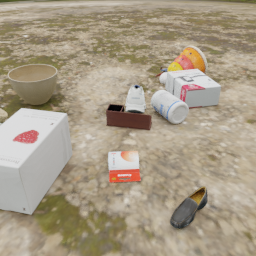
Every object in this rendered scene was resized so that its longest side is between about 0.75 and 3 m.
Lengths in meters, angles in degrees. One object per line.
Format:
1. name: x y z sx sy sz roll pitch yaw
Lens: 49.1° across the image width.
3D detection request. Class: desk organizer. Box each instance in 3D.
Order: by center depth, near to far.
1. desk organizer: 0.052 -0.477 11.771 1.894 0.729 0.679 6 34 10

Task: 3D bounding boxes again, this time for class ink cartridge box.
1. ink cartridge box: -0.142 1.261 9.382 1.050 0.325 1.295 -2 29 -3
2. ink cartridge box: 3.160 -2.029 14.008 1.799 1.033 2.477 -8 33 -13

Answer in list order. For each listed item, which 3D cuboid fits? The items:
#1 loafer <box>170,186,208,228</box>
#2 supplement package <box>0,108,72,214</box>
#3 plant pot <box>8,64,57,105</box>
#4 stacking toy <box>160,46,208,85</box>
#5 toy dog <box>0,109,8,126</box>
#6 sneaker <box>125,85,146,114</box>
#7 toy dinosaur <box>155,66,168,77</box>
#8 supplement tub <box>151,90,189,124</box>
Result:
1. loafer: 1.684 2.135 7.721 0.561 0.557 1.542 25 40 33
2. supplement package: -3.156 0.864 8.648 1.772 1.750 2.923 7 32 11
3. plant pot: -4.463 -1.985 13.489 2.215 1.487 2.215 1 32 -1
4. stacking toy: 2.917 -3.206 15.698 2.672 1.953 1.953 -33 42 -17
5. toy dog: -4.661 0.406 9.850 1.343 1.838 2.788 25 34 -21
6. sneaker: 0.407 -1.359 12.492 0.990 1.157 2.657 5 12 -3
7. toy dinosaur: 2.515 -3.303 16.808 1.239 1.366 0.717 32 3 6
8. supplement tub: 1.809 -0.938 12.263 1.025 1.025 1.553 -16 34 -24
